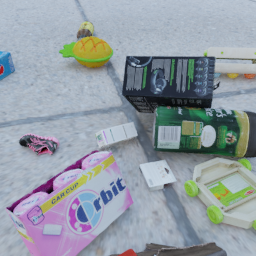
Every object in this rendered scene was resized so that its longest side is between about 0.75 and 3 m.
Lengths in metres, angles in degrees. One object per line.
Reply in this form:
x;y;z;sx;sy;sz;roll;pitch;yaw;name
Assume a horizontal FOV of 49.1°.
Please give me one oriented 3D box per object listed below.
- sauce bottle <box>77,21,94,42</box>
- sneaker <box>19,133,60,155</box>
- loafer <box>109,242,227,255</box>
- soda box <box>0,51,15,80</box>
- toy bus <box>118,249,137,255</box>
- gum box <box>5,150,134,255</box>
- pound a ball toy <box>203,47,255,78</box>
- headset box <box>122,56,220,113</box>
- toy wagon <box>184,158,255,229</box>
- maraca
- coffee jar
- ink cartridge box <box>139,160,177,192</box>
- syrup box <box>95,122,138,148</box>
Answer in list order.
-2.186;-4.763;14.263;0.787;0.787;2.434;-1;36;-1;sauce bottle
-2.425;0.477;7.474;1.114;0.440;0.531;4;48;8;sneaker
0.570;2.214;4.694;2.211;0.807;0.785;-7;38;-10;loafer
-5.473;-2.070;10.543;0.873;0.826;2.573;11;37;15;soda box
-0.036;2.802;3.661;2.080;1.075;1.963;34;68;0;toy bus
-0.942;1.420;5.282;2.160;1.226;0.714;-33;19;-37;gum box
4.372;-2.568;11.250;2.670;1.134;1.741;3;11;5;pound a ball toy
1.291;-1.108;7.828;2.420;1.122;2.107;4;-8;15;headset box
2.369;1.493;5.995;1.727;0.440;2.226;-16;40;-22;toy wagon
-1.736;-3.216;11.771;2.255;1.206;1.546;8;40;7;maraca
2.000;0.074;7.168;2.712;1.157;1.414;4;9;4;coffee jar
0.705;1.125;6.737;0.679;0.170;0.783;-9;37;-13;ink cartridge box
-0.311;0.181;7.553;1.049;0.413;0.427;-14;82;-33;syrup box
